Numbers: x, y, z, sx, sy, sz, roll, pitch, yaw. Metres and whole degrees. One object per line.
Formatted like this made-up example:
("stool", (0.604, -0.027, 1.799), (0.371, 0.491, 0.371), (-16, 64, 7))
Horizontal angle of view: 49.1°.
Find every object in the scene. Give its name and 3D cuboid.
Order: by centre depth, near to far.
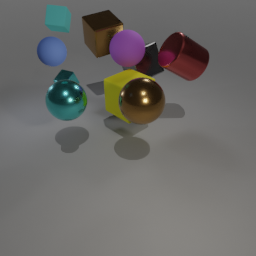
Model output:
("ball", (-1.832, -1.840, 6.755), (0.700, 0.700, 0.700), (0, 31, 0))
("ball", (0.413, -0.799, 8.354), (1.400, 1.400, 1.400), (0, 31, 0))
("ball", (-2.094, -0.943, 9.554), (1.400, 1.400, 1.400), (0, 31, 0))
("cube", (-2.464, -3.855, 9.910), (0.700, 0.700, 0.700), (7, 2, 2))
("cylinder", (2.096, -2.684, 10.630), (1.400, 1.400, 1.400), (20, 20, -31))
("cube", (0.059, -1.266, 10.811), (1.400, 1.400, 1.400), (-29, 44, -34))
("ball", (-0.026, -3.115, 10.988), (1.400, 1.400, 1.400), (0, 31, 0))
("cube", (-2.705, -2.052, 12.348), (0.700, 0.700, 0.700), (17, 64, 28))
("cube", (-1.146, -4.317, 12.835), (1.400, 1.400, 1.400), (-23, 54, -20))
("cube", (0.600, -3.052, 13.066), (1.400, 1.400, 1.400), (-27, 21, -18))
